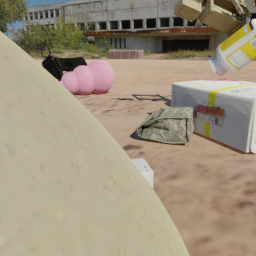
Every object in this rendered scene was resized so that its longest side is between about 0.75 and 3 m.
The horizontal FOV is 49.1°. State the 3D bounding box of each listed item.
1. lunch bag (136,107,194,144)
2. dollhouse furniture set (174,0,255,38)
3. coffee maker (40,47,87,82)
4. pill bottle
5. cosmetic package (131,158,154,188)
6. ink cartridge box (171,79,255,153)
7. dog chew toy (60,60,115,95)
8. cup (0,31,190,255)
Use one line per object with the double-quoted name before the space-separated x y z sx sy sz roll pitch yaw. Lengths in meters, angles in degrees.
"lunch bag" 0.922 -0.102 6.893 1.286 0.756 1.055 0 16 20
"dollhouse furniture set" 2.584 -3.715 7.597 2.007 1.116 1.775 14 -24 -20
"coffee maker" -3.215 -3.171 14.709 1.514 2.159 2.248 4 16 28
"pill bottle" 3.196 -2.241 8.101 1.673 0.937 0.937 -35 -10 40
"cosmetic package" -0.301 0.844 3.827 1.221 0.657 0.518 -2 17 -13
"ink cartridge box" 2.822 -0.507 7.329 2.151 1.236 2.964 -8 18 -24
"dog chew toy" -1.912 -2.245 12.972 2.501 1.558 1.558 -16 21 -22
"cup" -0.702 0.837 1.391 1.802 2.519 2.519 25 2 -31
